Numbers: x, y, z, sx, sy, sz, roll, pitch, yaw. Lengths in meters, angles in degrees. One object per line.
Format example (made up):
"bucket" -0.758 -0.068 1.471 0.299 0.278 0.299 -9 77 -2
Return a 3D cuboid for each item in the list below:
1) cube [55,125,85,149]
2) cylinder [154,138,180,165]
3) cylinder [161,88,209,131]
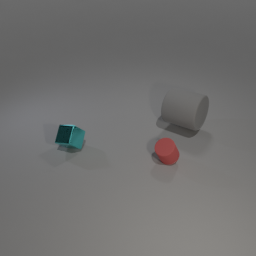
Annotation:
"cube" -2.073 0.322 10.076 0.700 0.700 0.700 2 72 30
"cylinder" 1.324 0.792 9.473 0.700 0.700 0.700 -12 54 18
"cylinder" 2.225 -0.741 10.907 1.400 1.400 1.400 19 37 31
